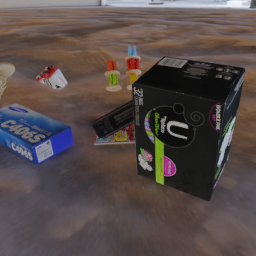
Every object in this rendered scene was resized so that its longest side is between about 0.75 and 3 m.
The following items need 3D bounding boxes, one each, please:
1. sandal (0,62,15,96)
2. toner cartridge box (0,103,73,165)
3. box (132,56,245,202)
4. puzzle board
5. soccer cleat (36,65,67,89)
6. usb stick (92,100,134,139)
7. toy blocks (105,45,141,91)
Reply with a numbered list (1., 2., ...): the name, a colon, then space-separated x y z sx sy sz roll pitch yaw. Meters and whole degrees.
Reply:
1. sandal: -4.501 -1.268 9.278 2.821 0.928 1.035 -13 -2 41
2. toner cartridge box: -2.690 0.058 7.289 2.462 0.532 1.170 20 34 33
3. box: 1.120 -0.019 5.403 1.635 2.202 1.369 16 40 27
4. puzzle board: -0.201 -0.053 7.832 1.372 0.158 1.821 -2 26 -1
5. soccer cleat: -2.879 -1.852 10.662 0.730 0.907 2.129 -50 23 -14
6. usb stick: 0.052 -0.360 6.834 1.913 0.530 0.312 -28 6 0
7. toy blocks: -0.191 -2.161 10.001 1.310 1.572 0.571 -4 -10 -2
